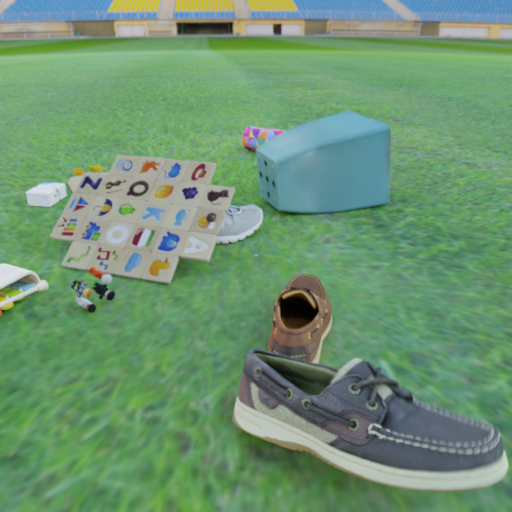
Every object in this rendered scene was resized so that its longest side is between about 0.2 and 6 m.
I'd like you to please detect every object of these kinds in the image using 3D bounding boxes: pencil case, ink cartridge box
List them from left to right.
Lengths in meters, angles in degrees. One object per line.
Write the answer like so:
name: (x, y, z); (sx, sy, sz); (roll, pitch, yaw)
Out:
ink cartridge box: (-4.786, -1.403, 12.790); (0.565, 0.326, 0.774); (5, 26, 10)
pencil case: (0.440, -3.350, 16.441); (1.771, 0.783, 0.783); (19, 31, 32)

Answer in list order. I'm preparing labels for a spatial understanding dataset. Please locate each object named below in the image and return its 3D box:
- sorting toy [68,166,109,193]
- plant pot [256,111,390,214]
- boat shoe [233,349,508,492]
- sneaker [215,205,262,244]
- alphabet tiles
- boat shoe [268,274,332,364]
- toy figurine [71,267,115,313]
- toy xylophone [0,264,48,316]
sorting toy: (-3.873, -1.865, 13.911); (1.488, 0.267, 1.997); (-15, 29, -20)
plant pot: (1.390, -1.950, 12.448); (2.540, 1.795, 1.794); (-16, 29, -16)
boat shoe: (0.917, 1.455, 5.397); (2.774, 0.912, 0.991); (2, 8, 37)
sneaker: (-0.901, -0.747, 10.682); (2.277, 0.933, 0.851); (-12, 28, -24)
alphabet tiles: (-2.056, -0.758, 10.073); (3.113, 0.099, 2.591); (8, 59, 17)
boat shoe: (0.637, 0.768, 7.676); (0.809, 0.759, 2.248); (5, 26, 10)
toy figurine: (-2.434, 0.525, 8.406); (0.400, 0.575, 0.566); (28, 48, 21)
toy xylophone: (-3.926, 0.624, 8.369); (1.259, 0.432, 1.719); (17, 30, 31)
